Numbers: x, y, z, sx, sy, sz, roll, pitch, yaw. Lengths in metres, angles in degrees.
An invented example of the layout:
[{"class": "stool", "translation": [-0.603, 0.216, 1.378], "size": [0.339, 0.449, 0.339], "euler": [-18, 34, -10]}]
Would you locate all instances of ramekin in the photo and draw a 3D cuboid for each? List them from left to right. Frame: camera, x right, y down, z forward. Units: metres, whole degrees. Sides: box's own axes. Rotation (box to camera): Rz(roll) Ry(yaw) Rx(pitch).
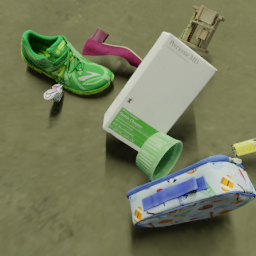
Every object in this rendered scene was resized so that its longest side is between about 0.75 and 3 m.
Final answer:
[{"class": "ramekin", "translation": [0.612, 0.572, 5.664], "size": [0.487, 0.998, 0.998], "euler": [34, 68, 28]}]

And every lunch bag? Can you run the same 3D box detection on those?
[{"class": "lunch bag", "translation": [1.176, 1.222, 5.238], "size": [2.217, 1.777, 0.838], "euler": [-31, 57, 28]}]

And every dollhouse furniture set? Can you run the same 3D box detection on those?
[{"class": "dollhouse furniture set", "translation": [1.602, -2.256, 7.153], "size": [0.869, 1.563, 1.382], "euler": [31, 24, 17]}]

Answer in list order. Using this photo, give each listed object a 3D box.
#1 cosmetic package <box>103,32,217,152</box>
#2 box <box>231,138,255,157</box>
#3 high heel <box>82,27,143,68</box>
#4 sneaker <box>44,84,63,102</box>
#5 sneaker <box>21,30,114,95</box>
[{"class": "cosmetic package", "translation": [0.604, -0.737, 6.158], "size": [1.274, 1.005, 2.368], "euler": [32, 108, -13]}, {"class": "box", "translation": [2.819, 0.395, 6.317], "size": [0.893, 0.336, 0.224], "euler": [-18, 94, 13]}, {"class": "high heel", "translation": [-0.340, -1.866, 7.539], "size": [1.778, 0.600, 0.855], "euler": [37, 102, 5]}, {"class": "sneaker", "translation": [-1.870, -0.824, 7.195], "size": [0.318, 0.424, 0.850], "euler": [3, 27, 12]}, {"class": "sneaker", "translation": [-1.672, -1.719, 7.364], "size": [2.672, 1.116, 0.990], "euler": [23, 66, 3]}]
